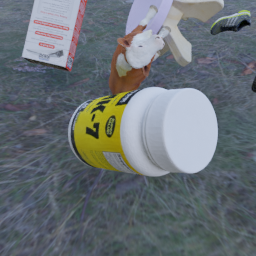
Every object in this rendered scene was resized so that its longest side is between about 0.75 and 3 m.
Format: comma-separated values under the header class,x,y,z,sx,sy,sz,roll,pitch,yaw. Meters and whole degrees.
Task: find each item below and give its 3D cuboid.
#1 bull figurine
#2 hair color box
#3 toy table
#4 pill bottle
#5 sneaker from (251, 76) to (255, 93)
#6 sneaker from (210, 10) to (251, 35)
class,x,y,z,sx,sy,sz,roll,pitch,yaw
bull figurine,0.149,-1.165,4.569,0.658,2.019,1.226,37,70,-4
hair color box,-2.279,-3.243,8.879,1.420,2.561,0.819,14,0,2
toy table,1.078,-2.980,7.623,1.597,2.507,2.727,25,68,-27
pill bottle,0.119,0.060,4.221,1.249,1.249,2.186,-32,18,-35
sneaker,3.069,-1.187,4.349,1.249,0.778,2.330,33,74,24
sneaker,2.133,-2.136,5.805,0.839,0.310,0.340,-19,53,22
